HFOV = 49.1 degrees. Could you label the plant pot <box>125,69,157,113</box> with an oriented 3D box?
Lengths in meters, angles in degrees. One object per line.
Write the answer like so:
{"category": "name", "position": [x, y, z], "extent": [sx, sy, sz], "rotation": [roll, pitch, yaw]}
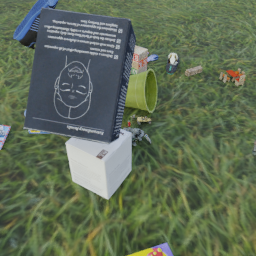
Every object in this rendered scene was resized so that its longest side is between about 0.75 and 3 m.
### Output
{"category": "plant pot", "position": [0.159, -1.384, 10.614], "extent": [1.539, 1.621, 1.621], "rotation": [1, 38, 21]}

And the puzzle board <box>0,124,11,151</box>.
{"category": "puzzle board", "position": [-4.843, 0.149, 9.270], "extent": [1.551, 0.135, 1.169], "rotation": [13, 39, -14]}

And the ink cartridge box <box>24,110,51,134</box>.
{"category": "ink cartridge box", "position": [-2.203, -0.633, 10.020], "extent": [2.422, 0.924, 1.652], "rotation": [1, 40, -1]}

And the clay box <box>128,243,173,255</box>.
{"category": "clay box", "position": [0.088, 3.232, 5.637], "extent": [2.043, 0.486, 1.174], "rotation": [-12, 40, -15]}

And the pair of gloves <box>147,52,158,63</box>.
{"category": "pair of gloves", "position": [0.960, -3.638, 14.254], "extent": [1.178, 0.134, 0.947], "rotation": [29, 48, 31]}

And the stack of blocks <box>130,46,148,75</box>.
{"category": "stack of blocks", "position": [-0.319, -3.094, 12.607], "extent": [2.400, 1.382, 0.703], "rotation": [25, 46, 27]}

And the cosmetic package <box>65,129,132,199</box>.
{"category": "cosmetic package", "position": [-0.744, 0.825, 7.715], "extent": [1.279, 1.550, 1.277], "rotation": [21, 44, 24]}

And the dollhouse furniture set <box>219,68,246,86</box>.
{"category": "dollhouse furniture set", "position": [4.721, -2.303, 12.335], "extent": [0.983, 0.506, 0.972], "rotation": [-13, 41, -15]}

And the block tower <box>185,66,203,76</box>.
{"category": "block tower", "position": [3.058, -2.636, 12.953], "extent": [0.883, 0.239, 0.255], "rotation": [-22, 45, -24]}

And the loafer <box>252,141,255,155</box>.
{"category": "loafer", "position": [3.582, 0.356, 7.381], "extent": [0.411, 0.360, 1.145], "rotation": [2, 20, 39]}

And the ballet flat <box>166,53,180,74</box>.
{"category": "ballet flat", "position": [2.153, -3.211, 13.368], "extent": [0.643, 0.643, 1.759], "rotation": [9, 40, 10]}

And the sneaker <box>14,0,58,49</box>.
{"category": "sneaker", "position": [-3.321, -4.076, 10.737], "extent": [2.368, 0.922, 0.830], "rotation": [-40, 49, 18]}

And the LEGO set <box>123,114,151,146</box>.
{"category": "LEGO set", "position": [0.140, 0.064, 9.421], "extent": [1.298, 0.566, 1.998], "rotation": [2, 40, 3]}

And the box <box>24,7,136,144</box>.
{"category": "box", "position": [-0.991, -1.086, 6.306], "extent": [1.907, 2.569, 1.376], "rotation": [11, 3, 6]}
